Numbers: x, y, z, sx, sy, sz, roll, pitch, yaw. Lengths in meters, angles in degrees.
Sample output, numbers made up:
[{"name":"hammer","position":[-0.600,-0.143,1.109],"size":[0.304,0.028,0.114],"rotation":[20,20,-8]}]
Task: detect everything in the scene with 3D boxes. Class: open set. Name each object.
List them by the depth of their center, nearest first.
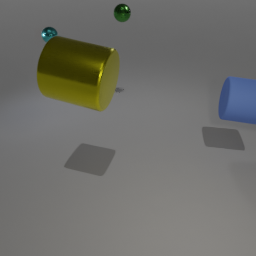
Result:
[{"name":"cylinder","position":[-1.057,-1.204,6.257],"size":[1.400,1.400,1.400],"rotation":[15,32,10]},{"name":"cylinder","position":[3.788,-0.868,9.000],"size":[1.400,1.400,1.400],"rotation":[9,30,6]},{"name":"ball","position":[-0.233,-4.629,11.274],"size":[0.700,0.700,0.700],"rotation":[0,29,0]},{"name":"ball","position":[-3.382,-4.014,12.127],"size":[0.700,0.700,0.700],"rotation":[0,29,0]}]
